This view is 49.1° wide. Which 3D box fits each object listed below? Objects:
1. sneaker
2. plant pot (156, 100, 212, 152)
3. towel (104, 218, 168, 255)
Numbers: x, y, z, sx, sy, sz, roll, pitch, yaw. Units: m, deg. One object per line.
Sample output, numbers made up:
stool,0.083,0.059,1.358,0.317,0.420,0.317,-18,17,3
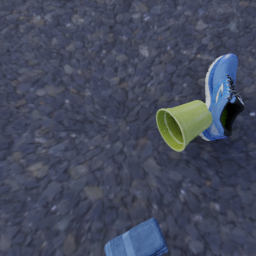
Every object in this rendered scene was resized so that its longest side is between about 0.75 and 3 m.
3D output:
sneaker,2.802,-0.867,7.855,1.002,1.138,2.552,16,83,-33
plant pot,1.542,-0.159,7.377,1.117,1.215,1.215,-26,69,-19
towel,0.161,2.805,6.604,1.514,0.367,0.845,-34,43,12
